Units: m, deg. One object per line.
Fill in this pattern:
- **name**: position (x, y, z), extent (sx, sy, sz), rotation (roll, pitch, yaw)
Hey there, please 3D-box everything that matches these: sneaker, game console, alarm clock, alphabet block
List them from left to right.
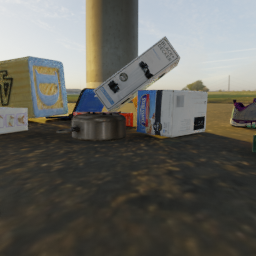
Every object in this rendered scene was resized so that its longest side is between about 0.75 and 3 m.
- **alphabet block**: position (-5.052, -1.893, 14.004), extent (2.883, 2.831, 2.816), rotation (-2, 5, 22)
- **game console**: position (-2.723, -1.348, 15.610), extent (1.754, 2.530, 2.964), rotation (30, 16, 16)
- **alarm clock**: position (-1.026, -0.060, 8.238), extent (1.630, 0.804, 2.416), rotation (6, 12, 41)
- **sneaker**: position (5.179, -0.555, 10.590), extent (2.650, 1.160, 0.986), rotation (5, 8, 41)

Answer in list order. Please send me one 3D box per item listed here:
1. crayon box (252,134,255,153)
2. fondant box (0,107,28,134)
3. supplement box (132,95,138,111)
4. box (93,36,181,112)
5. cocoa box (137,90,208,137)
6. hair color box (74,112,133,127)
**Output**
- **crayon box**: position (3.569, 0.304, 6.315), extent (1.019, 0.418, 1.621), rotation (5, 9, 39)
- **fondant box**: position (-5.043, -0.213, 8.941), extent (2.124, 0.857, 2.944), rotation (3, 8, 24)
- **supplement box**: position (0.496, -1.023, 11.372), extent (0.489, 1.421, 0.473), rotation (-26, -20, 14)
- **box**: position (0.351, -1.753, 9.671), extent (2.901, 0.872, 1.692), rotation (-36, -1, 6)
- **cocoa box**: position (1.448, -0.533, 9.106), extent (1.380, 1.402, 2.103), rotation (9, 10, 42)
- **hair color box**: position (-0.933, -0.302, 10.644), extent (2.015, 0.644, 1.118), rotation (-4, 7, -30)
